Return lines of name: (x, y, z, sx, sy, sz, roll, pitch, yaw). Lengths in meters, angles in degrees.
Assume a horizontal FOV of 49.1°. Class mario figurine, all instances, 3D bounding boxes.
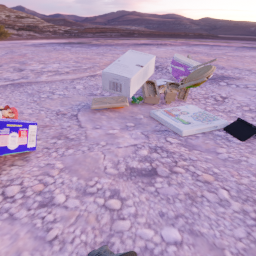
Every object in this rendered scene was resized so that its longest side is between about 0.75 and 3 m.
mario figurine: (-5.534, -0.457, 11.652, 1.280, 1.099, 2.074, 14, 29, 20)

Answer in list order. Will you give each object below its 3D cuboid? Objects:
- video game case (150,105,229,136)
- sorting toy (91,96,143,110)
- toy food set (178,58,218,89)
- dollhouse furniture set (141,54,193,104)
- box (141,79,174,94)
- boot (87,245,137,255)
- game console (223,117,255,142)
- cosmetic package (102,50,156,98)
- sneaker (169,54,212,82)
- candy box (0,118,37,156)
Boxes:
video game case: (2.666, -0.422, 12.554, 2.402, 0.313, 2.639, -10, 25, -23)
sorting toy: (-0.507, -1.301, 14.499, 2.741, 0.403, 2.026, -4, 18, -2)
toy food set: (2.672, -1.898, 10.330, 1.257, 0.365, 1.821, -14, 27, 41)
dollhouse furniture set: (2.140, -2.692, 15.045, 2.456, 2.002, 2.336, 5, 38, -7)
box: (1.846, -2.526, 17.157, 1.882, 0.566, 1.098, -17, 29, -36)
boot: (-0.323, 2.551, 5.659, 0.910, 0.308, 0.595, -10, 19, -25)
game console: (4.831, 0.180, 11.392, 1.195, 0.791, 1.359, 24, 14, -25)
cosmetic package: (0.092, -2.638, 13.177, 1.481, 1.079, 2.914, 18, 41, 17)
sneaker: (2.815, -2.510, 12.845, 1.945, 1.109, 0.705, 32, 36, 18)
candy box: (-4.901, 0.189, 9.027, 2.997, 1.154, 2.534, 5, 0, 9)
